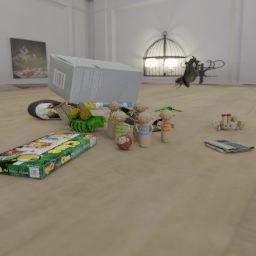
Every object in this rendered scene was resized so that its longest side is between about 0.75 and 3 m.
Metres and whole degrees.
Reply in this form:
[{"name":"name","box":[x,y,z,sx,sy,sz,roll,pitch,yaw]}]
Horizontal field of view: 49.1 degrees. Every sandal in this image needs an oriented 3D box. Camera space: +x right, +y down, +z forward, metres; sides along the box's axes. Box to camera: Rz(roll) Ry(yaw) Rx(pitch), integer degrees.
[{"name":"sandal","box":[1.178,-0.145,10.757,1.611,0.440,0.658,-6,13,-26]}]

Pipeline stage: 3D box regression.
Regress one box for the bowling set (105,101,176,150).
[{"name":"bowling set","box":[0.228,-0.099,8.537,2.361,1.267,1.643,2,12,13]}]

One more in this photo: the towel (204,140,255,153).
[{"name":"towel","box":[2.980,0.541,8.298,1.037,0.186,1.077,-2,10,-22]}]

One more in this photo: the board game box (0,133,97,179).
[{"name":"board game box","box":[-2.120,0.614,7.481,1.563,0.350,2.982,5,13,15]}]

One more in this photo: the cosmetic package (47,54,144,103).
[{"name":"cosmetic package","box":[-1.055,-1.639,9.610,2.935,1.324,1.568,-9,29,-43]}]

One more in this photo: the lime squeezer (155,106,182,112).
[{"name":"lime squeezer","box":[2.174,-0.995,15.466,1.505,0.284,0.531,0,43,-5]}]

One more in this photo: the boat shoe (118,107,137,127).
[{"name":"boat shoe","box":[0.138,-0.473,11.832,0.752,0.635,2.111,-7,14,-29]}]

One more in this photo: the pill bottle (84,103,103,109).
[{"name":"pill bottle","box":[-2.110,-1.429,16.350,1.236,0.644,0.644,-2,12,-10]}]

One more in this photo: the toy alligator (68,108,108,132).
[{"name":"toy alligator","box":[-1.421,-0.162,10.337,2.708,0.803,0.735,10,56,37]}]

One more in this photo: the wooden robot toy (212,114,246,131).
[{"name":"wooden robot toy","box":[3.780,-0.225,10.909,1.474,0.649,0.669,-3,1,-14]}]

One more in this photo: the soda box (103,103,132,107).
[{"name":"soda box","box":[-0.844,-1.740,17.559,2.201,0.747,0.706,1,12,6]}]

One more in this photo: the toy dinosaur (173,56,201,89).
[{"name":"toy dinosaur","box":[2.908,-2.521,12.853,0.914,1.214,2.374,13,-6,-6]}]

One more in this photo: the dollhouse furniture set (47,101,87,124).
[{"name":"dollhouse furniture set","box":[-2.478,-0.492,12.039,1.490,1.271,0.728,-34,4,-16]}]

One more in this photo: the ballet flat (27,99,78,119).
[{"name":"ballet flat","box":[-3.369,-0.825,12.821,2.686,0.981,0.981,2,12,0]}]
